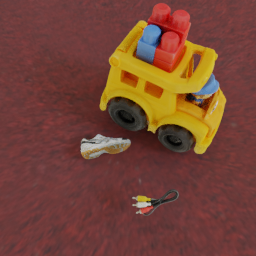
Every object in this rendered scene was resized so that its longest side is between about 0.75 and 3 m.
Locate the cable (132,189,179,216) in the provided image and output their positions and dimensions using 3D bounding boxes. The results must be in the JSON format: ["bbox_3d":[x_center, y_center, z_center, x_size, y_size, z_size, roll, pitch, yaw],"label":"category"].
[{"bbox_3d":[0.571,1.519,5.617,0.944,0.238,0.458,-14,92,15],"label":"cable"}]

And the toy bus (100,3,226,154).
[{"bbox_3d":[0.968,-1.105,6.002,2.803,2.691,1.902,27,56,8],"label":"toy bus"}]

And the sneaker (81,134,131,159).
[{"bbox_3d":[-0.543,0.338,6.661,1.188,0.449,0.521,-9,51,-13],"label":"sneaker"}]
